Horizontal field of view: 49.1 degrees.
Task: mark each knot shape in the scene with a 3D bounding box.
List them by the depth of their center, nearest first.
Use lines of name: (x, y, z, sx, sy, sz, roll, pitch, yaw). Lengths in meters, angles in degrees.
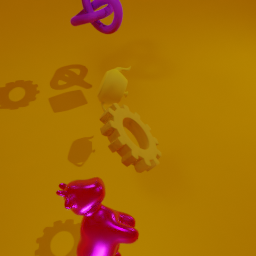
knot shape: (-0.868, -3.712, 8.906, 1.669, 0.824, 1.784, 34, 83, 19)

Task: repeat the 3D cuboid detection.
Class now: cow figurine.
cow figurine: (-0.451, 1.225, 3.530, 1.141, 1.159, 0.636, 21, 5, -9)

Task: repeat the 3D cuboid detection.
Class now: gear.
gear: (0.058, 0.138, 4.355, 0.212, 1.146, 1.146, -39, 45, 26)

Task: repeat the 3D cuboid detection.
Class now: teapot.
teapot: (-0.320, -1.005, 6.951, 0.713, 0.905, 1.456, 22, 73, -13)
